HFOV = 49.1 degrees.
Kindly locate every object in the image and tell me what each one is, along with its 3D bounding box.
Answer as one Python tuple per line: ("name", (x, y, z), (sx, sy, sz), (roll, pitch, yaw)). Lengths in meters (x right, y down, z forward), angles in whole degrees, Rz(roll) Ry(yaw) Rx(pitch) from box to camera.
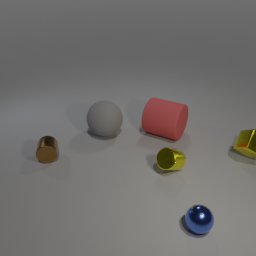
("cylinder", (1.372, 0.986, 8.879), (0.700, 0.700, 0.700), (27, 10, 39))
("cube", (4.114, 0.520, 9.330), (0.700, 0.700, 0.700), (30, -12, -11))
("ball", (-0.898, -0.372, 10.832), (1.400, 1.400, 1.400), (0, 30, 0))
("ball", (1.782, 2.266, 6.979), (0.700, 0.700, 0.700), (0, 30, 0))
("cylinder", (-2.783, 0.732, 9.651), (0.700, 0.700, 0.700), (-5, 29, -9))
("cylinder", (1.448, -0.374, 10.877), (1.400, 1.400, 1.400), (16, 33, 26))
